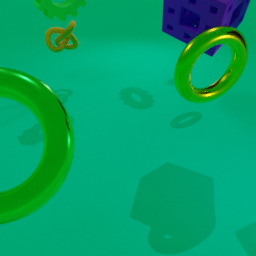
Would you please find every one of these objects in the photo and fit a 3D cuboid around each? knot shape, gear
[{"bbox_3d":[-2.181,-3.192,9.706,0.586,1.188,1.269,52,27,17],"label":"knot shape"},{"bbox_3d":[-1.859,-3.852,7.786,1.667,1.667,0.308,-23,53,-30],"label":"gear"}]

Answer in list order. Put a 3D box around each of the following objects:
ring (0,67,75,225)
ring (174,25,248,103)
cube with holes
[{"bbox_3d":[-1.725,0.204,3.616,2.047,2.047,0.409,-6,-7,-9],"label":"ring"},{"bbox_3d":[1.498,-1.090,5.034,1.480,1.480,0.296,-12,42,-18],"label":"ring"},{"bbox_3d":[1.579,-2.519,5.571,1.271,1.271,1.271,35,71,20],"label":"cube with holes"}]
